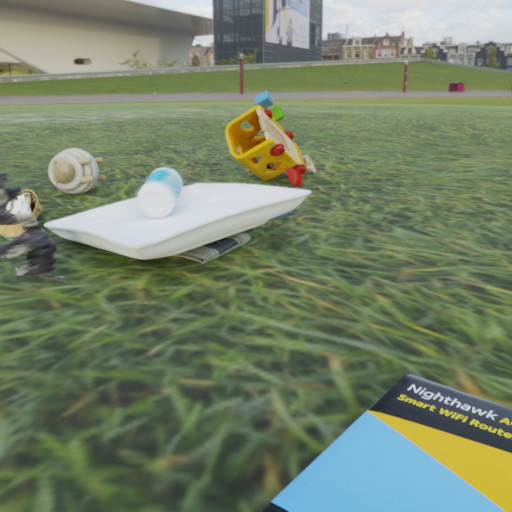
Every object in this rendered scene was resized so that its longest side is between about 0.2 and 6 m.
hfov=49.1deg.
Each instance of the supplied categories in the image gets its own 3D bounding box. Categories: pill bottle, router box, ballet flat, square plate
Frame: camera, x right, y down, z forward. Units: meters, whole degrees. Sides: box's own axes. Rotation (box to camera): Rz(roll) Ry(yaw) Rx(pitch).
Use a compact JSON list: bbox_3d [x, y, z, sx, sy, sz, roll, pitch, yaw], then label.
[{"bbox_3d":[-1.643,-1.152,9.771,0.620,0.620,1.120,1,30,4],"label":"pill bottle"},{"bbox_3d":[1.490,1.642,2.399,2.839,0.725,2.118,14,23,36],"label":"router box"},{"bbox_3d":[-4.185,-0.779,9.884,0.624,0.573,1.818,-5,19,-14],"label":"ballet flat"},{"bbox_3d":[-1.270,-0.604,8.861,3.128,0.449,3.158,-20,21,-36],"label":"square plate"}]

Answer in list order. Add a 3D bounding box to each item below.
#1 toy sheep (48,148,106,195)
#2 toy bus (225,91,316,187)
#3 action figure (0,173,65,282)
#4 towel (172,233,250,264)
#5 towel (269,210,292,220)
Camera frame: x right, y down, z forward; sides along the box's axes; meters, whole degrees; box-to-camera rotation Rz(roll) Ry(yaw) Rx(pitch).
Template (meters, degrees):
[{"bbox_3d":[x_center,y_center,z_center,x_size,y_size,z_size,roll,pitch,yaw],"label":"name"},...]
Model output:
[{"bbox_3d":[-4.014,-1.884,12.507,1.121,1.121,1.627,2,6,6],"label":"toy sheep"},{"bbox_3d":[0.275,-2.567,13.943,1.297,2.510,2.368,-26,18,20],"label":"toy bus"},{"bbox_3d":[-3.135,-0.226,7.285,0.799,1.566,0.931,-30,-4,-12],"label":"action figure"},{"bbox_3d":[-0.943,-0.194,8.803,1.286,0.222,1.238,13,25,30],"label":"towel"},{"bbox_3d":[-0.287,-0.922,10.927,1.643,0.196,1.207,18,23,38],"label":"towel"}]
